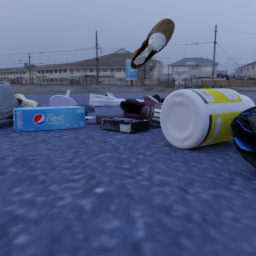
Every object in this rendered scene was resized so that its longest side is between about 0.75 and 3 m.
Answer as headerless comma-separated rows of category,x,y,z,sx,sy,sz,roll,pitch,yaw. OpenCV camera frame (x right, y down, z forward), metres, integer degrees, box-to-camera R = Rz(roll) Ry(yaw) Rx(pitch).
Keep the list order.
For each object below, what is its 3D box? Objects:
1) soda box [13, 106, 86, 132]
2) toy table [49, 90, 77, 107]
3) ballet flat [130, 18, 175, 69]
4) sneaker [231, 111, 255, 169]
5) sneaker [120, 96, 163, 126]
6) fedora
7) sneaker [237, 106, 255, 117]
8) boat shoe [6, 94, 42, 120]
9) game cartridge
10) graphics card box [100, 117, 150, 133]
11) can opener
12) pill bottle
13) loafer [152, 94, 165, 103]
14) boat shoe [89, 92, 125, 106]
soda box,-2.343,-0.302,8.411,2.032,0.652,0.689,-3,9,-25
toy table,-2.848,-1.096,12.497,1.274,1.171,0.746,31,10,-19
ballet flat,0.677,-2.464,8.616,1.992,0.676,0.721,-36,22,43
sneaker,2.230,-0.231,4.216,1.392,0.909,2.488,4,37,7
sneaker,0.289,-0.707,9.308,1.450,0.950,2.511,10,4,-23
fedora,-4.492,-0.860,8.690,2.304,1.040,2.037,-19,28,-26
sneaker,3.262,-0.032,4.902,2.732,0.969,1.132,8,-9,31
boat shoe,-4.112,-0.673,10.234,1.048,0.986,2.751,-21,19,-36
game cartridge,3.765,-0.981,11.206,1.701,0.504,2.625,18,1,-39
graphics card box,-0.095,-0.098,8.145,1.273,0.324,0.799,5,9,40
can opener,-0.884,-0.428,9.470,2.072,0.689,0.545,6,8,8
pill bottle,1.881,-0.266,6.225,2.189,1.218,1.218,-6,11,-36
loafer,1.104,-1.007,12.805,0.897,0.904,2.482,-4,-3,18
boat shoe,-1.274,-1.912,18.515,2.665,0.890,0.980,-6,10,-34
